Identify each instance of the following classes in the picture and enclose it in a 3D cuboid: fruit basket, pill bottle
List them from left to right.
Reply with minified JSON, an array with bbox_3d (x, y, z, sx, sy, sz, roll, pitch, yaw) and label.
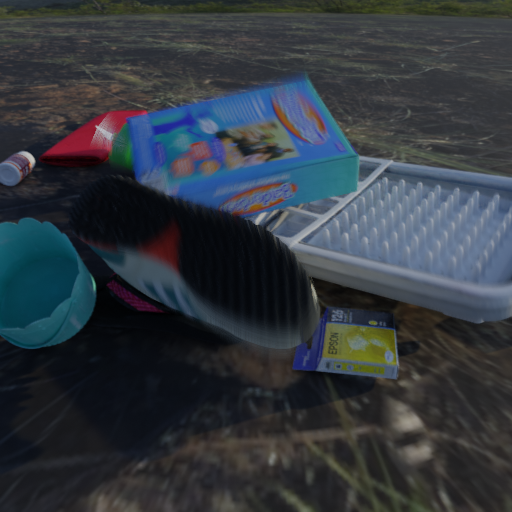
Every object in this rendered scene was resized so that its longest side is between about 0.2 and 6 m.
[{"bbox_3d":[-5.010,-1.840,11.710,0.502,0.502,0.880,2,29,3],"label":"pill bottle"},{"bbox_3d":[-2.378,-2.219,11.508,1.688,0.854,1.822,25,13,-29],"label":"fruit basket"}]

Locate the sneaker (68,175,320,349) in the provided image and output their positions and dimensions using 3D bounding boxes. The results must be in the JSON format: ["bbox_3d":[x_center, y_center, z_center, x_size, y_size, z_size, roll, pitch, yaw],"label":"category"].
[{"bbox_3d":[-0.642,0.167,6.592,3.164,1.479,1.114,25,73,19],"label":"sneaker"}]

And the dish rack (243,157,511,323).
[{"bbox_3d":[2.176,-0.352,8.229,4.036,0.879,3.464,14,34,32],"label":"dish rack"}]

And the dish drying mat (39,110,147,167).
[{"bbox_3d":[-3.896,-2.985,14.010,1.466,0.347,3.816,2,30,6],"label":"dish drying mat"}]

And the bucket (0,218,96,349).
[{"bbox_3d":[-2.649,0.376,6.660,1.441,0.938,1.441,-2,64,3],"label":"bucket"}]

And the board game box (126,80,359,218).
[{"bbox_3d":[-0.311,-1.609,8.737,3.157,0.710,2.401,-13,45,-5],"label":"board game box"}]

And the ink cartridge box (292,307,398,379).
[{"bbox_3d":[1.082,0.997,6.727,1.165,0.274,1.152,6,27,8],"label":"ink cartridge box"}]

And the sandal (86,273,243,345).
[{"bbox_3d":[-1.309,0.511,7.258,2.666,0.601,1.001,8,33,15],"label":"sandal"}]
